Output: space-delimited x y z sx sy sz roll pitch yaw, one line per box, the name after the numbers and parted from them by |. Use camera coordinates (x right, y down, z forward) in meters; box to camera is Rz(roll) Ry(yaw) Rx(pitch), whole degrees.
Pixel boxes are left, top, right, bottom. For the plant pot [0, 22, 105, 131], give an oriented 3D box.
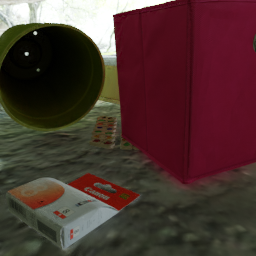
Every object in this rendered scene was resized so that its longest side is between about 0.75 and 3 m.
-2.624 -1.857 8.319 2.937 2.937 2.828 -11 34 -31 | plant pot

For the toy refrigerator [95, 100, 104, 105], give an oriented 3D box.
-1.290 -1.215 11.624 0.361 0.332 0.950 7 18 22 | toy refrigerator

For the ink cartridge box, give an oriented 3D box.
-0.782 1.031 4.337 1.318 0.408 1.626 14 25 37 | ink cartridge box

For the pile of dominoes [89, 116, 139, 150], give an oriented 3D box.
0.035 -0.097 7.779 2.062 0.421 2.646 0 19 0 | pile of dominoes

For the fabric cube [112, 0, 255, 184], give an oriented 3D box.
1.594 -1.035 6.030 2.937 2.984 2.994 -10 19 -23 | fabric cube

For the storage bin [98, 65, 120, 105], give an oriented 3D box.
0.707 -1.348 9.806 2.701 1.275 2.721 1 11 -45 | storage bin
